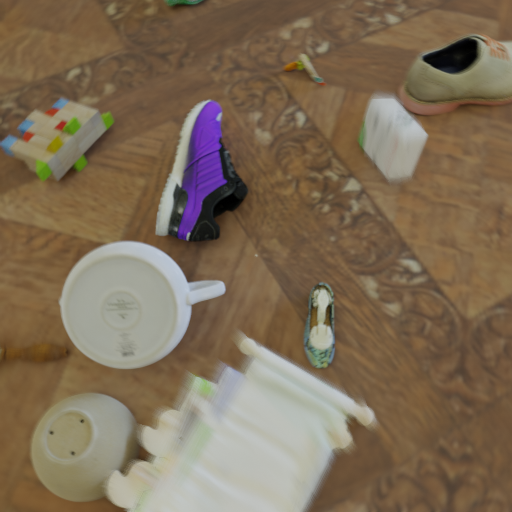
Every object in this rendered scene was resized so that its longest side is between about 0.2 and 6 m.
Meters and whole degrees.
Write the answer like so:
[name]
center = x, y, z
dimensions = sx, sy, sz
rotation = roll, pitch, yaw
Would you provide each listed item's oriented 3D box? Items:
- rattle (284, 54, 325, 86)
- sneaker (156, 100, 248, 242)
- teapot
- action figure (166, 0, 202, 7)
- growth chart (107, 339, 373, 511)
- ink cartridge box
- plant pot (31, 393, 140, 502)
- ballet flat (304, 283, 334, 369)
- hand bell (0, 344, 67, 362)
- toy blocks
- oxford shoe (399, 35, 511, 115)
[rattle]
center = 1.028, -3.833, 11.894
dimensions = 0.564, 0.514, 0.789
rotation = -30, 94, -1
[sneaker]
center = -0.813, -1.499, 10.405
dimensions = 1.449, 1.013, 2.914
rotation = 14, 67, -2
[teapot]
center = -1.933, 0.701, 8.986
dimensions = 2.117, 1.546, 2.089
rotation = 38, 97, -3
[action figure]
center = -1.236, -6.612, 13.090
dimensions = 1.452, 0.672, 2.459
rotation = 36, 72, 13
[growth chart]
center = -0.325, 3.059, 8.227
dimensions = 2.741, 0.336, 3.788
rotation = 35, 67, 10
[ink cartridge box]
center = 2.516, -2.200, 10.490
dimensions = 0.545, 0.945, 1.294
rotation = -8, 47, -20
[plant pot]
center = -2.584, 2.712, 8.189
dimensions = 1.583, 1.063, 1.583
rotation = 0, 64, -1
[ballet flat]
center = 1.059, 1.111, 9.302
dimensions = 0.542, 0.542, 1.460
rotation = 0, 64, 0
[hand bell]
center = -4.001, 1.570, 9.043
dimensions = 1.786, 0.930, 0.930
rotation = 0, 63, -14
[toy blocks]
center = -3.953, -2.326, 10.859
dimensions = 1.354, 0.990, 1.981
rotation = 22, 61, 22
[oxford shoe]
center = 4.660, -3.831, 11.316
dimensions = 3.441, 1.270, 1.218
rotation = -19, 65, -9
